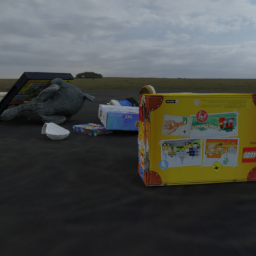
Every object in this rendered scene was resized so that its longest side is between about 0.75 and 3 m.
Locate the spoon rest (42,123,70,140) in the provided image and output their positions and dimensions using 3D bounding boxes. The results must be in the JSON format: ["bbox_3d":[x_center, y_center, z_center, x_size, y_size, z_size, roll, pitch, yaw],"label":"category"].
[{"bbox_3d":[-2.151,0.076,8.043,0.638,0.390,1.285,-7,11,-37],"label":"spoon rest"}]

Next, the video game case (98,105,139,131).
[{"bbox_3d":[0.360,-0.331,9.238,2.469,0.561,2.238,3,9,-12],"label":"video game case"}]

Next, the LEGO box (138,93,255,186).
[{"bbox_3d":[1.156,0.139,4.600,1.882,1.402,0.726,-1,9,-8],"label":"LEGO box"}]

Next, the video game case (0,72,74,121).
[{"bbox_3d":[-3.934,-1.346,11.710,2.623,0.370,2.902,-40,-8,24],"label":"video game case"}]

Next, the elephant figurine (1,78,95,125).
[{"bbox_3d":[-2.961,-0.791,10.499,1.801,1.974,2.545,45,34,7],"label":"elephant figurine"}]

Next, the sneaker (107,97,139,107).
[{"bbox_3d":[-0.056,-0.801,11.599,1.319,0.910,2.371,-10,5,-9],"label":"sneaker"}]

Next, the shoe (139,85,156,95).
[{"bbox_3d":[0.876,-1.062,10.851,0.591,0.774,2.213,-35,-19,-12],"label":"shoe"}]

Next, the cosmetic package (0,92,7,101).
[{"bbox_3d":[-6.027,-0.926,11.905,1.524,1.076,2.944,2,11,14],"label":"cosmetic package"}]

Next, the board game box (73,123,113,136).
[{"bbox_3d":[-1.126,0.038,8.819,0.749,0.191,1.106,-9,13,-43],"label":"board game box"}]
